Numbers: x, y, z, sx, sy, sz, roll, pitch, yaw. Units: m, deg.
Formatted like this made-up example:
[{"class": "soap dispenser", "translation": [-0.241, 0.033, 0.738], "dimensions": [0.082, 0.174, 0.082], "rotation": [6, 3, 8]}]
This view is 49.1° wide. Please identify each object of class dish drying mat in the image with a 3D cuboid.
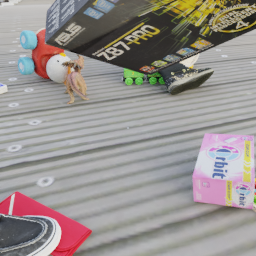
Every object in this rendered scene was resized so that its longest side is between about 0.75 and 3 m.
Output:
[{"class": "dish drying mat", "translation": [-1.615, 1.690, 5.038], "dimensions": [1.886, 0.172, 0.724], "rotation": [16, 32, 27]}]

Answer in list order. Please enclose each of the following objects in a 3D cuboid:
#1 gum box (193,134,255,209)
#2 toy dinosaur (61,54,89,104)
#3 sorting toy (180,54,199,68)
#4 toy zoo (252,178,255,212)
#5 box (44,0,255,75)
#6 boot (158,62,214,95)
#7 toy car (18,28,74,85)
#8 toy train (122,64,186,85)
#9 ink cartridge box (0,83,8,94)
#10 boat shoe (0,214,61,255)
[{"class": "gum box", "translation": [2.103, 0.791, 6.018], "dimensions": [1.093, 0.637, 1.926], "rotation": [2, 27, 22]}, {"class": "toy dinosaur", "translation": [-1.896, -1.741, 9.970], "dimensions": [0.896, 1.416, 2.089], "rotation": [-6, 30, -11]}, {"class": "sorting toy", "translation": [2.420, -3.377, 13.634], "dimensions": [1.697, 0.907, 1.528], "rotation": [-3, 21, -4]}, {"class": "toy zoo", "translation": [2.808, 1.327, 5.754], "dimensions": [1.136, 0.116, 0.745], "rotation": [-16, 32, -26]}, {"class": "box", "translation": [0.360, -1.554, 3.759], "dimensions": [2.090, 0.637, 2.593], "rotation": [10, -14, -37]}, {"class": "boot", "translation": [2.096, -2.366, 10.953], "dimensions": [2.359, 0.852, 1.782], "rotation": [-23, 67, -29]}, {"class": "toy car", "translation": [-2.882, -2.747, 11.439], "dimensions": [2.362, 2.089, 2.177], "rotation": [36, 34, 30]}, {"class": "toy train", "translation": [1.138, -2.224, 11.493], "dimensions": [2.793, 0.788, 0.583], "rotation": [-3, 28, -3]}, {"class": "ink cartridge box", "translation": [-5.610, -1.438, 10.568], "dimensions": [1.448, 0.344, 1.466], "rotation": [21, 37, 31]}, {"class": "boat shoe", "translation": [-2.263, 1.674, 4.257], "dimensions": [2.365, 0.802, 0.848], "rotation": [-5, 41, -5]}]
